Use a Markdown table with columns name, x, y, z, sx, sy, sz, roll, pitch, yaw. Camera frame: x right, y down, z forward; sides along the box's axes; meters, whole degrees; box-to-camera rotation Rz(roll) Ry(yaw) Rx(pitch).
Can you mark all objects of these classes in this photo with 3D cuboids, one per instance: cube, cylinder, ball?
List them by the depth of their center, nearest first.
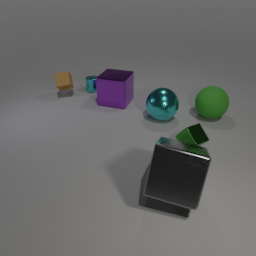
| name | x | y | z | sx | sy | sz | roll | pitch | yaw |
| --- | --- | --- | --- | --- | --- | --- | --- | --- | --- |
| cube | 1.327 | 1.149 | 7.558 | 1.400 | 1.400 | 1.400 | 14 | 9 | 10 |
| cube | 2.227 | 0.354 | 9.736 | 0.700 | 0.700 | 0.700 | -16 | 72 | -34 |
| ball | 1.448 | -1.003 | 11.813 | 1.400 | 1.400 | 1.400 | 0 | 30 | 0 |
| ball | 3.569 | -1.085 | 11.924 | 1.400 | 1.400 | 1.400 | 0 | 30 | 0 |
| cube | -0.584 | -1.891 | 13.306 | 1.400 | 1.400 | 1.400 | 9 | 31 | 16 |
| cube | -3.143 | -2.312 | 13.775 | 0.700 | 0.700 | 0.700 | -11 | -7 | 1 |
| cylinder | -1.859 | -2.322 | 14.726 | 0.700 | 0.700 | 0.700 | 0 | 28 | 0 |
